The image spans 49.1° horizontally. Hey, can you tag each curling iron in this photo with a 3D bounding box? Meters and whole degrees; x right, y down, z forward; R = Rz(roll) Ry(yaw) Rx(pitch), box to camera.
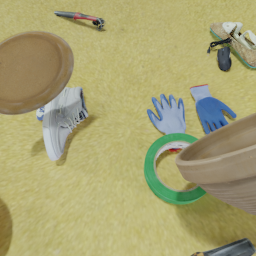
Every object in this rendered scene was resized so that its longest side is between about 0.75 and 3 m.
[{"bbox_3d":[-1.917,-4.225,10.840,2.330,0.578,0.298,19,61,17],"label":"curling iron"}]

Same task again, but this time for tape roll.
[{"bbox_3d":[1.347,1.053,7.411,1.854,0.446,1.854,0,66,-1],"label":"tape roll"}]

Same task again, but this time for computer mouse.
[{"bbox_3d":[3.157,-2.574,9.768,0.869,0.285,1.238,-3,74,33],"label":"computer mouse"}]

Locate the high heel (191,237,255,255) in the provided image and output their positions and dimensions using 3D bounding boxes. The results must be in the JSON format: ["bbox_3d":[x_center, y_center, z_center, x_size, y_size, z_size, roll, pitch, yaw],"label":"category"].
[{"bbox_3d":[2.295,3.672,5.541,1.924,0.964,2.699,-12,42,-15],"label":"high heel"}]

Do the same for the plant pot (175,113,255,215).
[{"bbox_3d":[2.354,0.540,4.693,2.872,2.872,1.326,-25,89,-14],"label":"plant pot"}]

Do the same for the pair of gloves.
[{"bbox_3d":[1.948,-0.378,8.545,2.574,0.293,2.069,-13,61,-7],"label":"pair of gloves"}]

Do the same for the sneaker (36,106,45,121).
[{"bbox_3d":[-2.649,-0.702,8.651,0.366,0.429,0.972,4,59,1],"label":"sneaker"}]

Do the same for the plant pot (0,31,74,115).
[{"bbox_3d":[-2.294,-1.240,6.373,2.292,2.292,0.315,-33,65,-19],"label":"plant pot"}]

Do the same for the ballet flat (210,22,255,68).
[{"bbox_3d":[3.952,-3.222,9.938,0.894,0.828,2.536,-21,61,-30],"label":"ballet flat"}]

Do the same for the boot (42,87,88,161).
[{"bbox_3d":[-1.741,-0.264,8.086,1.168,0.899,2.444,-10,58,1],"label":"boot"}]
